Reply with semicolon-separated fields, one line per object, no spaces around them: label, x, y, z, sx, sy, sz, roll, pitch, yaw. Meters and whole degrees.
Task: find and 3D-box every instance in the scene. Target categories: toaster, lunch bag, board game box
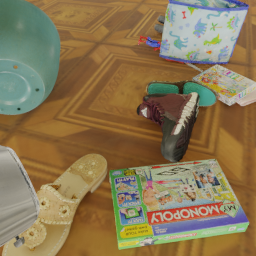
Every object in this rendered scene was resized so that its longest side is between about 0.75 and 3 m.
toaster;-1.634;0.739;3.080;1.387;0.788;0.896;58;25;13
lunch bag;2.571;-3.461;9.759;2.539;2.159;1.618;16;49;10
board game box;2.933;-1.373;8.662;1.069;0.272;1.590;-30;43;-16
board game box;0.897;1.421;5.594;2.391;0.348;1.609;-6;40;-7

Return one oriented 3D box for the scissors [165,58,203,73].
scissors;2.152;-2.447;10.295;1.727;0.120;0.632;27;47;28

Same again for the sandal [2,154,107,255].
sandal;-1.359;1.275;5.290;1.059;0.950;2.889;19;44;21

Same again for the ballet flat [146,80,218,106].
ballet flat;1.606;-1.128;8.399;2.088;0.708;0.786;9;21;13

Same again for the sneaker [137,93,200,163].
sneaker;0.831;-0.146;7.080;1.553;1.018;2.689;10;31;19

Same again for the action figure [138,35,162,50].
action figure;1.163;-3.324;11.141;1.477;0.382;0.483;13;47;7

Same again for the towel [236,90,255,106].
towel;3.569;-1.128;8.675;1.095;0.185;1.147;-16;39;-17

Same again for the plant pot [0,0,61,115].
plant pot;-3.173;-1.717;7.547;2.771;2.771;2.224;-8;47;-10

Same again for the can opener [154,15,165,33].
can opener;2.387;-3.983;11.780;2.856;0.752;0.949;32;15;30
